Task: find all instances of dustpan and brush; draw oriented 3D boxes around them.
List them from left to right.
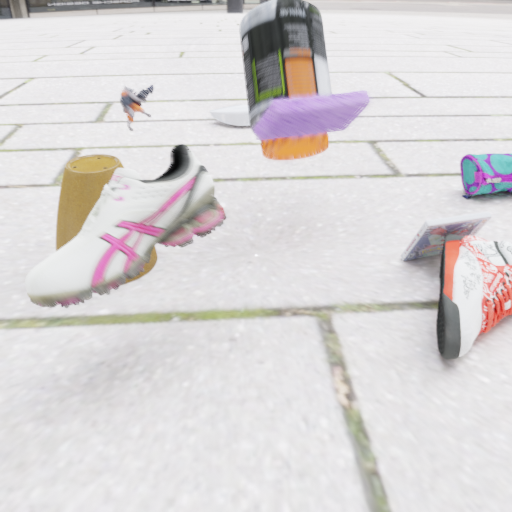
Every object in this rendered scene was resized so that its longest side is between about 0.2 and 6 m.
[{"bbox_3d":[-0.288,-4.274,17.535,1.472,0.604,2.110,-22,29,-34],"label":"dustpan and brush"}]

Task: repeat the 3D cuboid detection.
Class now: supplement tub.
[{"bbox_3d":[0.576,-3.156,10.285,1.569,2.560,1.569,-6,-5,0],"label":"supplement tub"}]

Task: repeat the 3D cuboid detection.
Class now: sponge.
[{"bbox_3d":[0.673,-1.724,6.901,1.291,0.192,0.720,-11,-11,-21],"label":"sponge"}]

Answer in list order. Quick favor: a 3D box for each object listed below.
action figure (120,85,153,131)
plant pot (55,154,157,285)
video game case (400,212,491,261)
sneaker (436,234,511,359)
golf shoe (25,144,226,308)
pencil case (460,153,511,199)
[{"bbox_3d":[-2.370,-3.003,10.948,0.460,0.880,0.851,6,51,-56],"label":"action figure"},{"bbox_3d":[-2.694,-0.701,9.704,1.788,1.919,1.788,0,31,0],"label":"plant pot"},{"bbox_3d":[3.338,-0.331,9.915,1.270,1.158,0.146,-8,61,-15],"label":"video game case"},{"bbox_3d":[3.601,0.538,8.396,1.623,1.011,3.028,7,27,17],"label":"sneaker"},{"bbox_3d":[-1.708,-0.402,7.010,2.779,1.280,1.009,-36,25,-32],"label":"golf shoe"},{"bbox_3d":[5.837,-1.849,12.679,2.312,0.984,1.068,-3,28,-7],"label":"pencil case"}]
